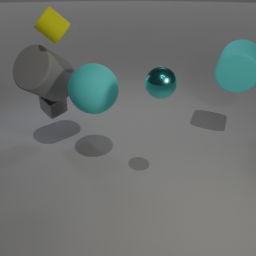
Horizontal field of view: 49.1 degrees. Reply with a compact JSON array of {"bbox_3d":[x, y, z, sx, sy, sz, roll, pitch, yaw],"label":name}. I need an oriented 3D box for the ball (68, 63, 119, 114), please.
[{"bbox_3d":[-0.963,-1.089,7.832,1.400,1.400,1.400,0,28,0],"label":"ball"}]

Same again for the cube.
[{"bbox_3d":[-2.637,-0.880,9.904,0.700,0.700,0.700,40,55,23],"label":"cube"}]

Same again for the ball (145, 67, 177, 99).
[{"bbox_3d":[0.721,-0.988,6.139,0.700,0.700,0.700,0,28,0],"label":"ball"}]

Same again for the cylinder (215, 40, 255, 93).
[{"bbox_3d":[3.809,-2.131,9.624,1.400,1.400,1.400,12,39,21],"label":"cylinder"}]

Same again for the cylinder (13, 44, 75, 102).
[{"bbox_3d":[-2.544,-1.659,8.706,1.400,1.400,1.400,14,-3,24],"label":"cylinder"}]

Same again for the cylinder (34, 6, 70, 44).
[{"bbox_3d":[-2.053,-2.779,7.599,0.700,0.700,0.700,36,17,-23],"label":"cylinder"}]
